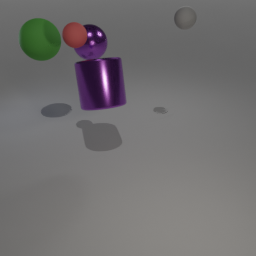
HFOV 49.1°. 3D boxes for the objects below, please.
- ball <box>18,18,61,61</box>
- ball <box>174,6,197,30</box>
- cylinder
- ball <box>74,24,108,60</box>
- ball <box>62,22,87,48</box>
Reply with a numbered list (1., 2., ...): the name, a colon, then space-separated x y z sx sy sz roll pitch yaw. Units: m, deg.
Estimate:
1. ball: -3.016 -3.028 9.628 1.400 1.400 1.400 0 29 0
2. ball: 1.816 -3.487 8.879 0.700 0.700 0.700 0 29 0
3. cylinder: -0.809 -1.326 8.388 1.400 1.400 1.400 -7 11 1
4. ball: -1.523 -3.435 11.269 1.400 1.400 1.400 0 29 0
5. ball: -1.516 -2.642 7.976 0.700 0.700 0.700 0 29 0
